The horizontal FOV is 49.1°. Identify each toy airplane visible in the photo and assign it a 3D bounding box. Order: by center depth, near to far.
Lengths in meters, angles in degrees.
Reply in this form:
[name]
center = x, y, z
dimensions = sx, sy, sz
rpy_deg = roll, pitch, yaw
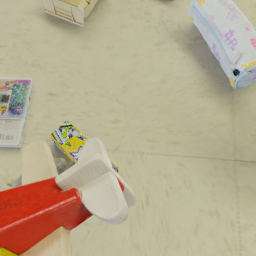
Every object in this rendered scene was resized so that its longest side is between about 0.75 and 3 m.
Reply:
[toy airplane]
center = -1.110, 1.263, 3.407
dimensions = 2.601, 1.843, 2.612
rpy_deg = 11, 40, 26

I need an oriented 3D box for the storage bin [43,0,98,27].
[storage bin]
center = -1.561, -4.014, 8.407
dimensions = 1.496, 0.706, 1.507
rpy_deg = 25, 69, 9

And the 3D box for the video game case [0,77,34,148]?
[video game case]
center = -3.597, -0.450, 7.134
dimensions = 2.092, 0.248, 1.904
rpy_deg = 2, 67, 2

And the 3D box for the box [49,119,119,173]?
[box]
center = -1.009, 0.603, 6.518
dimensions = 1.697, 0.546, 0.595
rpy_deg = 40, 72, 16

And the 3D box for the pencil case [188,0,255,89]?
[pencil case]
center = 2.668, -2.383, 7.448
dimensions = 1.263, 1.157, 2.784
rpy_deg = -14, 67, -18
